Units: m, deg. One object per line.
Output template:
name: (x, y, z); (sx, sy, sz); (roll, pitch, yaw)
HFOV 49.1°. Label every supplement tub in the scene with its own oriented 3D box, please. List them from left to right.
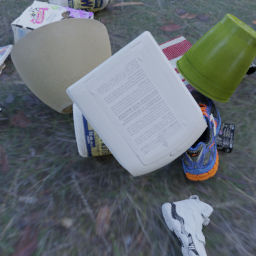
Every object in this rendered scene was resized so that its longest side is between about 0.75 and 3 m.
supplement tub: (-2.015, -5.973, 12.148); (2.628, 1.905, 1.905); (-23, 52, -21)
supplement tub: (-0.297, -0.092, 7.098); (2.013, 1.453, 1.453); (-8, 48, -7)

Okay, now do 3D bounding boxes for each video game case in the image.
video game case: (-4.806, -2.490, 9.966); (1.138, 0.144, 1.249); (-7, 45, 15)

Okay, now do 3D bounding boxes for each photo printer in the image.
photo printer: (0.281, -0.368, 5.887); (2.090, 2.512, 0.872); (-36, 9, 4)

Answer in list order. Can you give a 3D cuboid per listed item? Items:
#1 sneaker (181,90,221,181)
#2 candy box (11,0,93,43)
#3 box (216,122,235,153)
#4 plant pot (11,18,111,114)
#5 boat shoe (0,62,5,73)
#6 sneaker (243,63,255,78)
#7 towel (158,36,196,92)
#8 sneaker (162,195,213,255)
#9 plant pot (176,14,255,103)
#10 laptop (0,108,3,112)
sneaker: (1.833, -0.082, 7.163); (1.052, 1.095, 2.792); (-9, 45, 18)
candy box: (-2.776, -3.802, 10.685); (2.442, 0.874, 2.048); (13, 49, 2)
box: (2.521, 0.205, 7.680); (0.726, 0.197, 0.906); (13, 49, 12)
plant pot: (-1.602, -1.482, 7.887); (2.766, 2.766, 1.857); (-18, 84, -16)
boat shoe: (-4.527, -2.089, 9.743); (0.280, 0.232, 0.779); (6, 48, 6)
sneaker: (3.916, -2.434, 9.740); (1.361, 0.884, 2.356); (31, 65, 19)
towel: (1.655, -1.945, 9.281); (1.899, 0.300, 2.636); (-24, 57, -8)
sneaker: (1.425, 2.087, 5.691); (0.919, 0.601, 1.599); (-20, 47, -13)
plant pot: (2.525, -1.940, 7.448); (1.834, 1.766, 1.834); (24, 34, -17)
laptop: (-5.109, -0.727, 7.306); (2.200, 1.362, 2.350); (29, 53, 23)
